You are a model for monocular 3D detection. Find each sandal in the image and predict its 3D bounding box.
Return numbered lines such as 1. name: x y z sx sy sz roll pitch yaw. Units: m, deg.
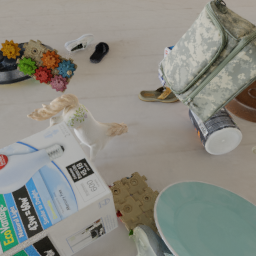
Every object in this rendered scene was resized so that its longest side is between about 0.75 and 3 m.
1. sandal: -1.205 -3.347 12.119 0.630 0.355 1.656 5 42 6
2. sandal: 1.170 -1.207 9.660 1.623 0.438 0.652 1 42 1

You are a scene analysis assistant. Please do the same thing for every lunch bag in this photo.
1. lunch bag: 1.615 -1.270 5.421 1.580 1.883 1.312 48 47 8

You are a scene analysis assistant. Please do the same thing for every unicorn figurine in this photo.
1. unicorn figurine: -1.066 0.150 7.294 1.940 2.824 1.043 -41 55 -2

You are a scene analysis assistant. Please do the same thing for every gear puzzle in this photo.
1. gear puzzle: 0.396 1.981 6.259 1.149 0.291 2.218 -22 49 -25
2. gear puzzle: -2.211 -1.619 6.860 1.826 0.946 0.239 27 20 -16

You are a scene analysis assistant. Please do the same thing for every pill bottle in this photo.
1. pill bottle: 2.408 -0.257 8.148 1.045 1.045 1.967 -6 42 -6

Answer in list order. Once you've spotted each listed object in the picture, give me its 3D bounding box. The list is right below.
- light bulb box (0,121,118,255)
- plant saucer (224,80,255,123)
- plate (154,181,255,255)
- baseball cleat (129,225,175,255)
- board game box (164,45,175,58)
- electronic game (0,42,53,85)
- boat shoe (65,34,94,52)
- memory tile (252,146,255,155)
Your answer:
1. light bulb box: -1.791 1.438 5.751 2.335 1.457 2.315 -26 49 -19
2. plant saucer: 4.375 -1.040 9.520 2.363 0.407 2.363 0 41 0
3. plate: 1.852 2.093 5.548 2.860 0.365 2.860 12 27 -6
4. baseball cleat: 1.110 2.738 5.079 1.324 0.868 2.488 -18 54 -27
5. board game box: 3.026 -2.667 11.243 1.822 0.499 2.886 -21 46 -21
6. electronic game: -4.330 -2.594 11.064 2.937 0.611 2.937 -6 41 6
7. boat shoe: -2.078 -3.733 12.528 1.467 0.539 0.490 -31 67 -20
8. memory tile: 3.139 0.390 5.728 0.824 1.075 0.090 23 58 3
